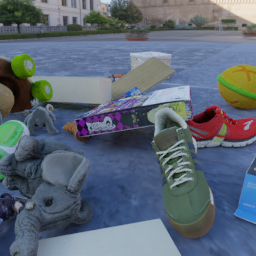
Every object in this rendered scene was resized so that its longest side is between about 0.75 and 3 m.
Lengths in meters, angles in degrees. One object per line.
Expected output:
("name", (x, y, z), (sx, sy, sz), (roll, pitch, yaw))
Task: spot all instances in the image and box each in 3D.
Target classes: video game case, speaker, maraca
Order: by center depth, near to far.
("speaker", (-2.719, 0.422, 6.212), (0.799, 0.799, 1.806), (-2, 21, -6))
("video game case", (0.368, -0.543, 7.562), (2.684, 0.530, 2.961), (-9, 12, 14))
("maraca", (4.448, -1.550, 10.410), (2.861, 1.530, 1.961), (-10, 43, -44))

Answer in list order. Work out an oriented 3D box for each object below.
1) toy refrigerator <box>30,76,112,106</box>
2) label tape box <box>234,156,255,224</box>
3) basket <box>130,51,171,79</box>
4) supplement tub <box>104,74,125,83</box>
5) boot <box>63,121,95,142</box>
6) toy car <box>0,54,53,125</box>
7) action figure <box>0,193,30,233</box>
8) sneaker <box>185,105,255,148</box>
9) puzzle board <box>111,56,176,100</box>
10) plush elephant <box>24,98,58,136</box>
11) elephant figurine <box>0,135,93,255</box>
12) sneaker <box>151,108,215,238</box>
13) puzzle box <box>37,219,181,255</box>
("toy refrigerator", (-2.136, -1.357, 10.275), (2.880, 1.007, 1.093), (3, 8, 17))
("label tape box", (2.746, 1.047, 4.800), (1.322, 0.610, 1.846), (14, 23, 32))
("basket", (1.239, -3.431, 15.457), (1.723, 1.385, 1.707), (-13, 25, -30))
("supplement tub", (-0.332, -1.913, 12.202), (1.421, 0.870, 0.870), (-7, 22, -16))
("boot", (-1.412, 0.036, 7.621), (0.875, 0.432, 1.127), (12, 19, 19))
("toy car", (-3.746, -0.674, 8.180), (2.060, 1.979, 2.508), (-9, 48, 18))
("action figure", (-1.981, 1.403, 4.044), (1.007, 0.537, 1.547), (-6, 17, 3))
("sneaker", (2.375, -0.089, 7.170), (2.389, 1.014, 0.920), (-6, 24, -12))
("puzzle board", (0.388, -1.786, 10.916), (2.516, 0.219, 1.896), (-34, 37, -1))
("plush elephant", (-2.536, -0.306, 8.109), (0.889, 1.079, 0.836), (-10, 4, -7))
("elephant figurine", (-1.098, 1.018, 4.322), (1.488, 1.357, 1.918), (-49, 47, -8))
("sneaker", (0.773, 0.535, 4.780), (0.819, 1.096, 2.442), (-24, 28, 19))
("puzzle box", (-0.287, 1.758, 3.421), (1.947, 0.248, 1.295), (-5, 22, -13))
